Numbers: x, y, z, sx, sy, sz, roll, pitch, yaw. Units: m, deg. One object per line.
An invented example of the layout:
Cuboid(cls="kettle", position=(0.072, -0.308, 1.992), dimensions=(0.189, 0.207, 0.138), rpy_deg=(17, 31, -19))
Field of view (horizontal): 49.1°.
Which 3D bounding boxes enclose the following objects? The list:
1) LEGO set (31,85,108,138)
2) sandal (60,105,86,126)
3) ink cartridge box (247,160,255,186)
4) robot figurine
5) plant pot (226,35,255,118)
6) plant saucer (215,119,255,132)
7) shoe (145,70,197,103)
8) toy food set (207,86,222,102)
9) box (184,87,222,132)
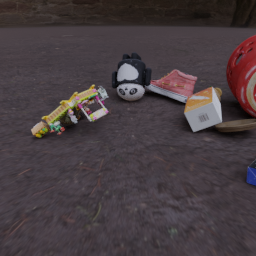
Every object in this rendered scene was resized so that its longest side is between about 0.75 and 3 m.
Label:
Cuboid(cls="LEGO set", position=(-1.470, -0.329, 7.954), dimensions=(2.457, 0.914, 1.130), rpy_deg=(-36, -3, -22))
Cuboid(cls="sandal", position=(-1.747, -0.387, 8.987), dimensions=(0.638, 0.426, 1.561), rpy_deg=(1, 27, 3))
Cuboid(cls="ink cartridge box", position=(3.496, 0.797, 6.283), dimensions=(0.895, 0.421, 1.904), rpy_deg=(16, 28, 41))
Cuboid(cls="robot figurine", position=(0.121, -1.974, 10.846), dimensions=(1.130, 1.812, 1.361), rpy_deg=(6, -8, -26))
Cuboid(cls="plant pot", position=(4.699, -1.618, 9.218), dimensions=(2.584, 2.584, 2.353), rpy_deg=(4, 30, 9))
Cuboid(cls="plant saucer", position=(3.180, -0.069, 8.114), dimensions=(1.285, 0.189, 1.285), rpy_deg=(-9, 5, 1))
Cuboid(cls="shoe", position=(1.658, -1.807, 11.094), dimensions=(0.836, 1.065, 2.340), rpy_deg=(6, 17, -44))
Cuboid(cls="toy food set", position=(3.092, -1.149, 10.246), dimensions=(0.185, 0.760, 0.752), rpy_deg=(-23, 31, -27))
Cuboid(cls="box", position=(2.314, -0.596, 8.595), dimensions=(0.882, 0.692, 1.419), rpy_deg=(-22, 17, 24))
